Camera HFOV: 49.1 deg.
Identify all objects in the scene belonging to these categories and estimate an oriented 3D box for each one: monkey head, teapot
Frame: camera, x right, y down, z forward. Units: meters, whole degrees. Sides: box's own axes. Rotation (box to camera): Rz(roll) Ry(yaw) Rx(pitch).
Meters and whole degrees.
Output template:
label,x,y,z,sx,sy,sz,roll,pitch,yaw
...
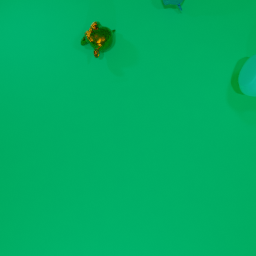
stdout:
label,x,y,z,sx,sy,sz,roll,pitch,yaw
monkey head,-0.840,-2.398,7.654,0.745,0.890,1.237,39,54,-21
teapot,3.212,-1.257,6.676,0.843,1.070,1.721,19,43,-11
monkey head,1.261,-3.884,7.823,0.740,1.227,0.883,-6,34,-2
